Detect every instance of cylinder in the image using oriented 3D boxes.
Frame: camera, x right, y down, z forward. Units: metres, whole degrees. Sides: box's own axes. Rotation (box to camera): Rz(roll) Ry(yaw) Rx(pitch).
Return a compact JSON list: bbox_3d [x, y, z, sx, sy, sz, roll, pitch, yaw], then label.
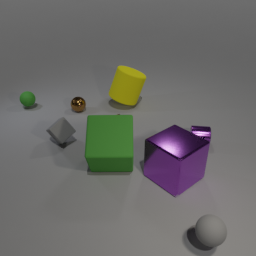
[{"bbox_3d":[-0.036,-1.973,12.988,1.400,1.400,1.400,18,24,-8],"label":"cylinder"},{"bbox_3d":[2.692,0.271,10.469,0.700,0.700,0.700,4,31,7],"label":"cylinder"}]

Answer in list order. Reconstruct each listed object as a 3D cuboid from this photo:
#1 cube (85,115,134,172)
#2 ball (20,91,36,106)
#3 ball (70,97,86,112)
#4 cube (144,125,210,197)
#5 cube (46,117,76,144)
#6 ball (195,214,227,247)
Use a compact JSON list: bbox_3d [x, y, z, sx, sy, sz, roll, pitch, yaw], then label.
[{"bbox_3d":[-0.538,0.513,8.852,1.400,1.400,1.400,-1,64,0],"label":"cube"},{"bbox_3d":[-4.649,-1.349,12.971,0.700,0.700,0.700,0,31,0],"label":"ball"},{"bbox_3d":[-2.269,-1.084,12.784,0.700,0.700,0.700,0,31,0],"label":"ball"},{"bbox_3d":[1.460,0.953,8.633,1.400,1.400,1.400,-24,38,-35],"label":"cube"},{"bbox_3d":[-2.481,0.096,10.347,0.700,0.700,0.700,-45,16,-21],"label":"cube"},{"bbox_3d":[1.889,2.328,6.377,0.700,0.700,0.700,0,31,0],"label":"ball"}]
